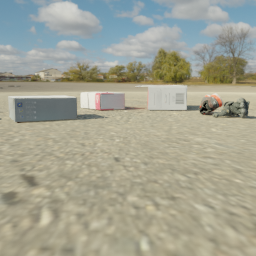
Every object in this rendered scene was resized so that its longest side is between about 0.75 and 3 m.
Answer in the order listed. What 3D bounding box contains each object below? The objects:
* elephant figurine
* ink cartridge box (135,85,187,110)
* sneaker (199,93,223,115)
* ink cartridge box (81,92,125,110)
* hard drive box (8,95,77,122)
[{"bbox_3d":[4.037,-0.743,10.958,1.179,0.834,0.914,-12,-30,39],"label":"elephant figurine"},{"bbox_3d":[1.698,-1.679,15.012,2.581,1.233,2.940,1,9,5],"label":"ink cartridge box"},{"bbox_3d":[3.312,-0.941,11.958,0.829,0.780,2.024,-33,-6,-3],"label":"sneaker"},{"bbox_3d":[-1.370,-1.447,14.741,1.533,0.866,2.092,-7,11,-37],"label":"ink cartridge box"},{"bbox_3d":[-3.226,-0.777,10.540,2.206,0.847,1.719,-5,10,-27],"label":"hard drive box"}]
